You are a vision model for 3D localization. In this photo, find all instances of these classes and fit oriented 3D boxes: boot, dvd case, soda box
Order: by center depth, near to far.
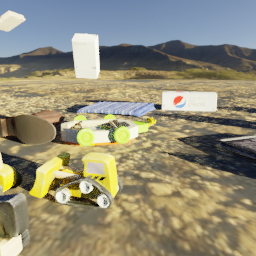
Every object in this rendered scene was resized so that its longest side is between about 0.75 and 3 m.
[{"bbox_3d":[3.602,0.532,6.298,1.933,0.208,2.600,-5,13,-21],"label":"dvd case"},{"bbox_3d":[-2.466,-0.142,8.382,2.271,0.783,2.436,7,9,21],"label":"boot"},{"bbox_3d":[2.838,-1.266,13.116,2.459,0.838,0.783,2,12,11],"label":"soda box"}]

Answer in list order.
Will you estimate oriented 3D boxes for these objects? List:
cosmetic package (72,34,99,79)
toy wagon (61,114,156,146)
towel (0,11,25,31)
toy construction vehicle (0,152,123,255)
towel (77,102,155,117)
[{"bbox_3d":[-1.075,-1.845,7.244,0.607,1.077,0.437,3,45,4],"label":"cosmetic package"},{"bbox_3d":[-0.511,0.033,7.885,2.674,0.529,2.075,-2,13,-13],"label":"toy wagon"},{"bbox_3d":[-3.544,-3.163,8.291,0.723,0.188,1.091,-31,10,8],"label":"towel"},{"bbox_3d":[-1.655,0.711,3.690,2.701,0.951,2.351,4,13,16],"label":"toy construction vehicle"},{"bbox_3d":[-0.463,-0.836,12.592,2.968,0.354,2.149,4,15,23],"label":"towel"}]
